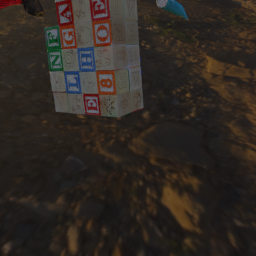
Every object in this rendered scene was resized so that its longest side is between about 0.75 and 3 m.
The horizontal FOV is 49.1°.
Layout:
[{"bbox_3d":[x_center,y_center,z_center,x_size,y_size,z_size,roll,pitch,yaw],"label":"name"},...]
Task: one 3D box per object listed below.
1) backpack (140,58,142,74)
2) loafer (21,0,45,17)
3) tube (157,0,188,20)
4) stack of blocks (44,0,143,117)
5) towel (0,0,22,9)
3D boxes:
[{"bbox_3d":[-0.118,-1.381,6.747,0.808,0.834,0.994,-2,63,59],"label":"backpack"},{"bbox_3d":[-2.357,-3.070,6.761,0.381,0.378,1.046,-28,65,-35],"label":"loafer"},{"bbox_3d":[1.381,-3.603,8.336,0.358,0.551,1.422,-21,-8,38],"label":"tube"},{"bbox_3d":[-0.727,-1.788,5.460,1.714,2.977,0.872,7,19,35],"label":"stack of blocks"},{"bbox_3d":[-3.481,-2.998,6.868,1.257,0.195,1.738,-32,37,-29],"label":"towel"}]
